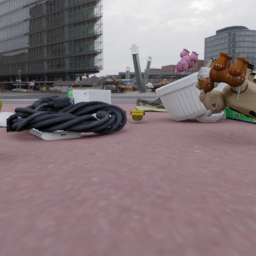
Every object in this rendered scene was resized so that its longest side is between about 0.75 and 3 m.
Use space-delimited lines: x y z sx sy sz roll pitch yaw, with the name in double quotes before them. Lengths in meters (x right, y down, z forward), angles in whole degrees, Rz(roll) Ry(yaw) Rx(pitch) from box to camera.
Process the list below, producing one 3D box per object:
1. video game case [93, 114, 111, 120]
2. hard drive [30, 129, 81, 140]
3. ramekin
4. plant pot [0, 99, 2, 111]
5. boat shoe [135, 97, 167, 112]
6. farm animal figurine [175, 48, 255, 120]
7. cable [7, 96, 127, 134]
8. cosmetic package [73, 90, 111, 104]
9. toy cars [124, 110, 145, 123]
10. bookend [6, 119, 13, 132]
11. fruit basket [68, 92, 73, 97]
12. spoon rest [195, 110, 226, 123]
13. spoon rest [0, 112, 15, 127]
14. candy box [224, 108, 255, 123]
"video game case" -1.842 -0.341 9.361 2.496 0.287 2.275 -4 8 -29
"hard drive" -1.689 0.090 6.419 0.801 0.162 1.214 -5 8 -32
"ramekin" 2.286 -1.184 9.606 2.414 1.267 2.414 -23 5 2
"plant pot" -2.200 -0.149 3.902 0.816 0.816 0.872 3 44 24
"boat shoe" 1.511 -1.224 14.497 2.309 0.759 0.825 2 7 16
"farm animal figurine" 2.038 -0.804 5.970 1.957 1.219 2.423 16 14 -11
"cable" -1.408 -0.212 6.833 2.403 0.748 2.945 13 14 20
"cosmetic package" -1.487 -1.080 11.960 0.826 1.134 2.230 2 6 20
"toy cars" 0.003 -0.402 9.532 0.835 0.412 1.862 1 2 -38
"bookend" -2.729 -0.119 7.350 0.754 0.347 0.749 -1 8 -14
"fruit basket" -2.910 -1.450 16.393 2.217 1.122 2.393 -5 -7 -37
"spoon rest" 2.937 -0.546 9.764 0.996 0.608 2.005 5 8 33
"spoon rest" -3.933 -0.270 8.453 1.799 0.545 0.894 17 15 21
"candy box" 4.933 -0.833 9.913 2.450 1.116 2.897 -2 6 -8
